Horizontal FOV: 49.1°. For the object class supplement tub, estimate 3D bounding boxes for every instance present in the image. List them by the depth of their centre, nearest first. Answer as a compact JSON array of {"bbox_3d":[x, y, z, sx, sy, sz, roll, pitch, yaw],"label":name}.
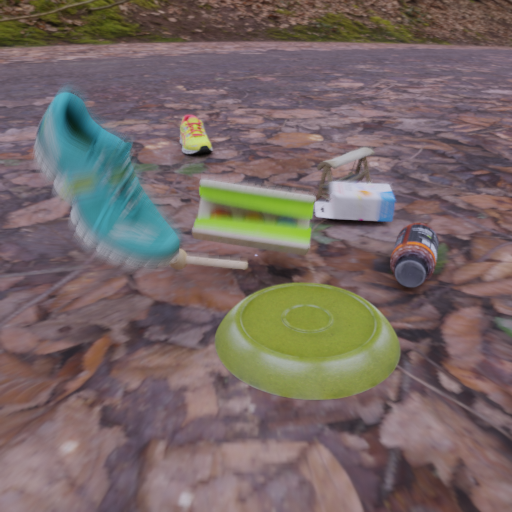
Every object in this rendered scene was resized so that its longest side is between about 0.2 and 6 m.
[{"bbox_3d":[2.542,0.006,9.017,0.703,0.703,1.315,9,28,18],"label":"supplement tub"}]

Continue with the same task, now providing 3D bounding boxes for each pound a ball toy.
[{"bbox_3d":[-0.236,-0.336,8.926,2.164,1.411,0.919,8,-10,0],"label":"pound a ball toy"}]

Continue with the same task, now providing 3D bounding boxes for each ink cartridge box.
[{"bbox_3d":[1.932,-1.096,11.146,1.478,0.501,0.851,3,27,2],"label":"ink cartridge box"}]

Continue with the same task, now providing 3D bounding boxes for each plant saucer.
[{"bbox_3d":[0.676,0.958,7.436,2.454,0.381,2.454,1,26,0],"label":"plant saucer"}]

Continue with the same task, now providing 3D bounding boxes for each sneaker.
[{"bbox_3d":[-1.845,-0.899,6.818,2.553,1.017,0.989,48,43,11],"label":"sneaker"},{"bbox_3d":[-1.783,-3.458,15.853,0.801,0.926,2.050,-9,29,-20],"label":"sneaker"}]

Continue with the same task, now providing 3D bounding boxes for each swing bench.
[{"bbox_3d":[1.897,-1.725,11.954,1.052,1.058,0.686,-21,37,-22],"label":"swing bench"}]
